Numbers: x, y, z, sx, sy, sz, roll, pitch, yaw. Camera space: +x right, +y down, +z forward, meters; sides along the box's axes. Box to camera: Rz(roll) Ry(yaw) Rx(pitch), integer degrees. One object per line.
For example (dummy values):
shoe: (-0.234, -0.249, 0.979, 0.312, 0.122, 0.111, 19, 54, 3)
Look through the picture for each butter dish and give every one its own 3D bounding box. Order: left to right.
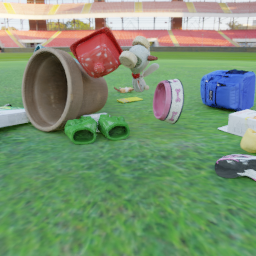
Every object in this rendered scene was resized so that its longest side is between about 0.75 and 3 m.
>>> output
butter dish: (-0.924, -2.158, 8.950, 1.499, 1.495, 1.108, -22, 44, 16)

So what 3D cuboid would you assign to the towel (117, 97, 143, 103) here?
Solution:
towel: (0.102, -1.480, 14.961, 1.374, 0.124, 0.591, -13, 26, -37)

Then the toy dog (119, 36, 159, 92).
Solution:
toy dog: (0.557, -1.967, 9.304, 1.084, 1.485, 2.252, 25, -2, 22)

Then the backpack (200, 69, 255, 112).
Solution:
backpack: (4.478, -1.818, 13.121, 1.908, 1.848, 2.274, -17, 25, -37)

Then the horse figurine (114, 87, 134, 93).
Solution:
horse figurine: (-0.172, -2.400, 17.471, 1.396, 0.348, 0.925, -6, 18, -20)

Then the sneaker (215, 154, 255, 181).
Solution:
sneaker: (2.909, 0.846, 6.630, 1.590, 0.639, 0.687, 8, 18, 19)

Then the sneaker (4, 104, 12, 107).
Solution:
sneaker: (-5.645, -0.853, 12.565, 0.514, 0.337, 0.890, 1, 18, 12)

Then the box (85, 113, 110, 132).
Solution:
box: (-1.122, -0.183, 10.021, 0.894, 0.556, 0.436, -8, 19, -25)

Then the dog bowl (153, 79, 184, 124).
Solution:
dog bowl: (1.319, -0.923, 9.538, 0.573, 1.553, 1.553, 4, 16, -16)

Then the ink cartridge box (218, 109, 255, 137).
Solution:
ink cartridge box: (4.283, -0.126, 9.605, 1.180, 0.695, 2.049, -13, 21, -35)

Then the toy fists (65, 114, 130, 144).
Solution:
toy fists: (-1.014, -0.022, 9.248, 2.123, 0.730, 1.082, -8, 18, -19)

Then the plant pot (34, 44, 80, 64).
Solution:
plant pot: (-2.938, -2.016, 12.698, 2.668, 2.839, 2.839, 8, 12, -28)

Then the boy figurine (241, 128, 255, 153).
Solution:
boy figurine: (4.344, 0.435, 7.842, 2.206, 0.711, 1.371, 8, 22, 17)

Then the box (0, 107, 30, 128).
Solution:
box: (-4.898, -0.420, 10.395, 1.923, 0.484, 2.665, 6, 10, 22)

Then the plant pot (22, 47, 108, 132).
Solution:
plant pot: (-2.117, -1.343, 10.479, 2.861, 2.861, 2.495, 14, 11, 38)
